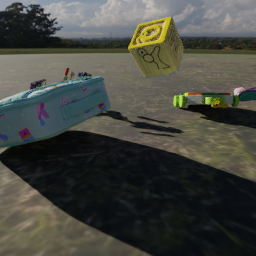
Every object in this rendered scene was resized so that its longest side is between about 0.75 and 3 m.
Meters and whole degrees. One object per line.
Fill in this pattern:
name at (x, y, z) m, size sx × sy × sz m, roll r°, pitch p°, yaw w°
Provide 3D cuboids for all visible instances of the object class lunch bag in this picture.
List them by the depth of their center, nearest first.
lunch bag at (-1.705, -0.472, 6.355) m, size 2.145 × 1.031 × 2.675 m, roll -12°, pitch 13°, yaw 31°

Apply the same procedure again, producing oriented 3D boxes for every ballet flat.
ballet flat at (4.604, -1.250, 9.762) m, size 1.858 × 0.642 × 0.661 m, roll -1°, pitch 43°, yaw -5°

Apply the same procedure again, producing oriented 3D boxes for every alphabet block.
alphabet block at (1.067, -2.867, 10.114) m, size 1.418 × 1.452 × 1.426 m, roll -2°, pitch 53°, yaw 30°

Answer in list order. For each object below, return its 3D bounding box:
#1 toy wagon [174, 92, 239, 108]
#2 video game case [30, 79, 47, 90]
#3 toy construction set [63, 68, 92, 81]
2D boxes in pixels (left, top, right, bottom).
toy wagon at (2.599, -0.919, 9.138) m, size 1.879 × 0.479 × 2.421 m, roll -1°, pitch 5°, yaw -3°
video game case at (-3.301, -1.321, 10.215) m, size 0.152 × 0.850 × 0.771 m, roll 26°, pitch 28°, yaw 12°
toy construction set at (-1.690, -1.344, 9.479) m, size 1.034 × 1.240 × 0.953 m, roll -31°, pitch 38°, yaw 39°
